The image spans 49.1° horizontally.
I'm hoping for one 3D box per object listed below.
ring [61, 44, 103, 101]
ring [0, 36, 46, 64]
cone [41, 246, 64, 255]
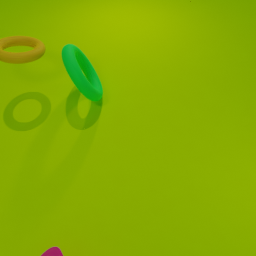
[{"bbox_3d":[-1.423,-1.752,8.929,0.398,1.989,1.989,-27,54,12],"label":"ring"},{"bbox_3d":[-3.238,-2.342,8.306,1.534,0.307,1.534,4,39,-3],"label":"ring"},{"bbox_3d":[-1.271,3.397,5.658,1.396,1.391,1.391,41,55,-20],"label":"cone"}]
